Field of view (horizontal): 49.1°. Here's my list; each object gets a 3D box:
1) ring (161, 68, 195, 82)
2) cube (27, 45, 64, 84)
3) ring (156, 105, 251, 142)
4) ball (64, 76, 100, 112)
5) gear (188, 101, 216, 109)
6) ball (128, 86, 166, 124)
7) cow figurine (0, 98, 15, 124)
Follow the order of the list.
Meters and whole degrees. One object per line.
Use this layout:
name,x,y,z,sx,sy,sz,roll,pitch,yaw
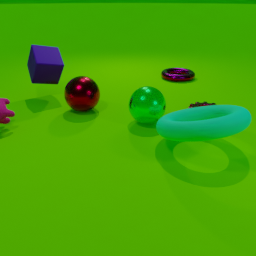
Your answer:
ring,2.089,-2.242,11.728,1.425,0.285,1.425,0,26,0
cube,-2.717,-2.062,9.188,0.892,0.892,0.892,-3,56,-32
ring,1.655,-0.142,6.293,2.055,0.411,2.055,-10,12,2
ball,-1.364,-1.013,8.362,1.066,1.066,1.066,0,26,0
gear,2.326,-0.503,8.289,1.059,0.196,1.059,1,26,0
ball,0.520,-0.616,7.583,1.020,1.020,1.020,0,26,0
cow figurine,-3.382,-0.375,7.017,0.976,0.544,0.992,5,48,-52
